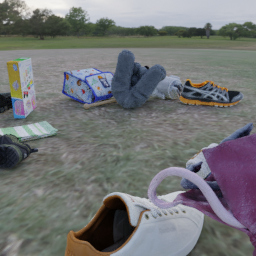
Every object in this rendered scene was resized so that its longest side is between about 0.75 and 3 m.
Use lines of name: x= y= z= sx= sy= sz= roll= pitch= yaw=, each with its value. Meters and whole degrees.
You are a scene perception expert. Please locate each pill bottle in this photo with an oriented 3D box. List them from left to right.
pill bottle: x=1.811 y=0.749 z=6.495 sx=0.899 sy=0.514 sz=0.514 roll=-34 pitch=35 yaw=-30

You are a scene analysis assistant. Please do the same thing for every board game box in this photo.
board game box: x=-4.254 y=-1.664 z=11.336 sx=0.436 sy=2.165 sz=1.656 roll=-1 pitch=19 yaw=-2

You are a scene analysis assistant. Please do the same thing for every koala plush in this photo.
koala plush: x=0.417 y=-2.092 z=12.866 sx=2.221 sy=2.301 sz=2.504 roll=27 pitch=14 yaw=5

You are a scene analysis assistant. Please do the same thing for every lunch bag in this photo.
lunch bag: x=-1.672 y=-2.013 z=13.514 sx=2.327 sy=1.441 sz=1.978 roll=29 pitch=33 yaw=31

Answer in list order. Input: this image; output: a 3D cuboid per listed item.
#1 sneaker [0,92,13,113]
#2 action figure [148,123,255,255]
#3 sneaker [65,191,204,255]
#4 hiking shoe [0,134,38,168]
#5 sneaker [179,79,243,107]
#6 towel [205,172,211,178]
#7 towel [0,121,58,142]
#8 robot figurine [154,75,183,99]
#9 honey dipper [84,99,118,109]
sneaker: x=-5.498 y=-1.101 z=12.065 sx=0.878 sy=0.835 sz=2.215 roll=-4 pitch=9 yaw=23
action figure: x=1.884 y=1.270 z=3.470 sx=2.049 sy=1.843 sz=2.752 roll=-11 pitch=55 yaw=-29
sneaker: x=0.318 y=1.414 z=4.252 sx=1.030 sy=1.198 sz=2.830 roll=15 pitch=23 yaw=40
hiking shoe: x=-3.506 y=0.530 z=7.574 sx=2.081 sy=0.788 sz=1.048 roll=16 pitch=13 yaw=21
sneaker: x=3.843 y=-1.625 z=12.822 sx=2.864 sy=1.106 sz=1.121 roll=2 pitch=18 yaw=1
towel: x=2.075 y=1.083 z=6.603 sx=0.823 sy=0.200 sz=0.460 roll=17 pitch=26 yaw=38
towel: x=-3.420 y=0.119 z=9.268 sx=1.831 sy=0.214 sz=1.396 roll=-13 pitch=23 yaw=-31
robot figurine: x=1.968 y=-2.069 z=14.117 sx=1.539 sy=1.025 sz=1.815 roll=-48 pitch=40 yaw=-18
honey dipper: x=-0.955 y=-1.152 z=12.632 sx=2.240 sy=0.425 sz=0.425 roll=-17 pitch=26 yaw=-30
